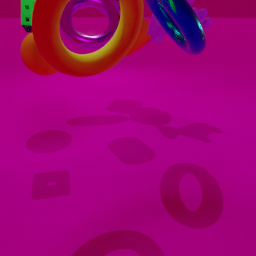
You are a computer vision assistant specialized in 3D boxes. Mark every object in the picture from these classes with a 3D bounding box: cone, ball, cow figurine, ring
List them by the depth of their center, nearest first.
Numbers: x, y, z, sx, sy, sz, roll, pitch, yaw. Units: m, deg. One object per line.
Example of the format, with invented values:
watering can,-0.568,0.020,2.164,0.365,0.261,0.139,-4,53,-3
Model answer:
ring,-0.534,-1.568,4.178,1.796,1.796,0.359,-16,49,-32
ring,0.981,-2.388,6.016,0.390,1.952,1.952,-39,24,8
ball,-2.411,-2.142,8.025,1.258,1.258,1.258,0,24,0
cow figurine,1.533,-3.208,8.755,1.695,1.668,0.930,11,55,-42
ring,-1.267,-3.599,9.465,2.072,2.072,0.414,-4,-15,-9
cone,0.154,-3.572,9.669,1.545,1.551,1.545,-33,9,6

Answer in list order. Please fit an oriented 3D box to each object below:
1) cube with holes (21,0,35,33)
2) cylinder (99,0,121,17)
cube with holes,-1.938,-2.547,6.227,0.722,0.722,0.722,0,6,-12
cylinder,-0.470,-4.837,10.802,1.161,1.161,1.161,8,14,18
